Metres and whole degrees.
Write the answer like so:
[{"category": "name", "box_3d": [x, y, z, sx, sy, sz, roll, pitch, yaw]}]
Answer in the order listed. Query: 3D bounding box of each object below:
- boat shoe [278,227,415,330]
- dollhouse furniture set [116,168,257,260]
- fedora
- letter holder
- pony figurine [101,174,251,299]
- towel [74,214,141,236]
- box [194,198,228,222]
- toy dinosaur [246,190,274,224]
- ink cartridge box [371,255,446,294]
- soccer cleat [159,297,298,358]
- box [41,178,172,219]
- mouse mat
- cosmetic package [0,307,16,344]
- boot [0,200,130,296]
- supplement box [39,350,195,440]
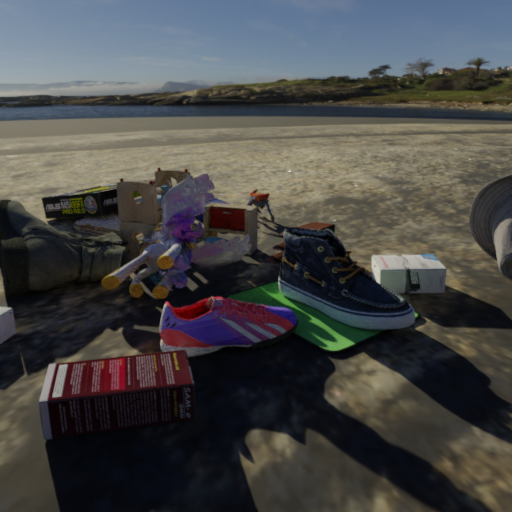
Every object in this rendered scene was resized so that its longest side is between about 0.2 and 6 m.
[{"category": "boat shoe", "box_3d": [1.231, 0.273, 8.177, 2.359, 1.071, 0.835, 17, 25, 42]}, {"category": "dollhouse furniture set", "box_3d": [-1.274, -0.776, 10.842, 2.225, 1.559, 1.568, 6, 19, 18]}, {"category": "fedora", "box_3d": [4.744, -0.147, 8.762, 2.700, 2.388, 1.219, 7, 49, 17]}, {"category": "letter holder", "box_3d": [0.821, -0.250, 10.781, 0.876, 0.620, 1.233, 12, 21, 38]}, {"category": "pony figurine", "box_3d": [-1.309, -0.167, 9.109, 1.967, 1.697, 2.038, -19, 24, 21]}, {"category": "towel", "box_3d": [-3.218, -0.697, 12.685, 1.639, 0.283, 1.086, 11, 21, 30]}, {"category": "box", "box_3d": [-1.096, -1.135, 14.046, 1.032, 0.276, 1.704, -9, 22, -27]}, {"category": "toy dinosaur", "box_3d": [-0.002, -1.363, 13.522, 0.717, 1.365, 1.239, 2, -27, -20]}, {"category": "ink cartridge box", "box_3d": [2.510, 0.295, 9.322, 1.064, 0.448, 0.769, 0, 18, 1]}, {"category": "soccer cleat", "box_3d": [-0.309, 0.829, 7.273, 1.897, 0.694, 0.647, -7, 19, -21]}, {"category": "box", "box_3d": [-3.665, -1.464, 14.077, 2.048, 0.566, 2.556, 1, 15, 34]}, {"category": "mouse mat", "box_3d": [0.951, 0.773, 8.479, 1.978, 0.093, 2.458, -14, 24, -37]}, {"category": "cosmetic package", "box_3d": [-3.552, 0.921, 7.497, 0.464, 0.389, 0.386, 4, 18, 12]}, {"category": "boot", "box_3d": [-3.541, -0.174, 10.201, 2.091, 1.084, 3.201, -4, 25, -27]}, {"category": "supplement box", "box_3d": [-1.417, 1.415, 5.848, 1.481, 0.451, 0.806, -5, 18, -11]}]
